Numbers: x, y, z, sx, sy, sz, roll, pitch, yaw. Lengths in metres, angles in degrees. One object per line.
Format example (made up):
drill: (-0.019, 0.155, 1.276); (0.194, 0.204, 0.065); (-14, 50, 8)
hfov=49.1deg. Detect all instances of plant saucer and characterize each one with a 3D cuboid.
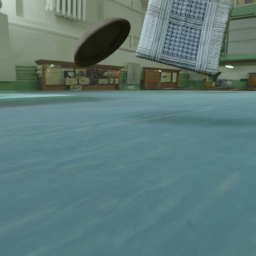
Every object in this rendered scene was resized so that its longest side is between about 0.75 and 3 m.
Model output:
plant saucer: (-1.054, -3.355, 10.939); (2.648, 0.390, 2.648); (-35, -8, -5)

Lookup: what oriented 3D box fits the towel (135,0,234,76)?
towel: (1.613, -2.820, 7.773); (2.357, 2.448, 0.423); (15, -12, 3)
